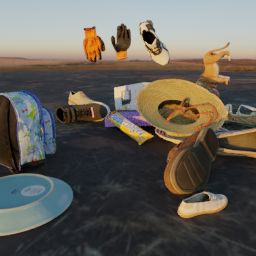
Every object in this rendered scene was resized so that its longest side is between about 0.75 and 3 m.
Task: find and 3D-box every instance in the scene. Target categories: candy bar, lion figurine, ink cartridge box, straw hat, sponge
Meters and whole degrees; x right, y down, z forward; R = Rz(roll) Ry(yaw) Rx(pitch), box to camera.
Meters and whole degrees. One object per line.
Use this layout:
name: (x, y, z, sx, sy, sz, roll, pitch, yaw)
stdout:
candy bar: (-0.005, -0.050, 10.245, 0.586, 0.261, 2.351, -35, 43, -18)
lion figurine: (3.553, -2.494, 11.835, 1.420, 2.318, 0.840, 9, 34, 25)
ink cartridge box: (0.926, -1.475, 13.540, 2.191, 1.271, 2.968, -4, 4, -26)
straw hat: (1.686, -0.330, 9.561, 2.963, 1.254, 2.963, 1, 46, -1)
sponge: (0.718, -0.395, 11.485, 2.945, 0.439, 1.643, 0, 10, 21)

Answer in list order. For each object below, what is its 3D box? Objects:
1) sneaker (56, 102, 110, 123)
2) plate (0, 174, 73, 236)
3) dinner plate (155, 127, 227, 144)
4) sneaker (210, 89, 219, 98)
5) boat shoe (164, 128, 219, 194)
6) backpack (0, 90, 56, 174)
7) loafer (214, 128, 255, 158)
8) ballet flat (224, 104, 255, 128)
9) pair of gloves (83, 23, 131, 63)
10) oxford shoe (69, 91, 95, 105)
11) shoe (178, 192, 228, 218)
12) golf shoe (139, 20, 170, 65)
sneaker: (-2.055, -0.603, 12.215, 2.497, 0.883, 1.238, 2, 16, 28)
plate: (-2.334, 1.393, 5.799, 2.351, 0.300, 2.351, -1, 14, 0)
dinner plate: (2.304, 0.237, 10.016, 2.682, 0.325, 2.682, 0, 16, 0)
sneaker: (4.328, -2.152, 17.637, 2.643, 1.018, 1.082, 6, 22, 22)
boat shoe: (1.459, 0.861, 6.911, 0.906, 0.958, 2.663, -21, 5, 38)
backpack: (-2.958, -0.022, 7.739, 1.823, 1.992, 1.464, 12, 19, 38)
loafer: (3.667, 0.416, 7.893, 2.782, 1.000, 0.875, -4, -2, 14)
ballet flat: (4.597, -0.588, 12.001, 2.644, 0.863, 0.932, 7, 17, 25)
pair of gloves: (-0.886, -3.637, 12.206, 2.105, 1.876, 0.260, -10, 54, -9)
oxford shoe: (-2.651, -1.632, 15.906, 2.238, 0.826, 0.792, 12, 19, 38)
shoe: (1.506, 1.462, 5.503, 1.165, 0.311, 0.407, -8, 17, -26)
golf shoe: (1.068, -3.421, 11.812, 0.832, 2.140, 1.011, -25, 30, 25)
